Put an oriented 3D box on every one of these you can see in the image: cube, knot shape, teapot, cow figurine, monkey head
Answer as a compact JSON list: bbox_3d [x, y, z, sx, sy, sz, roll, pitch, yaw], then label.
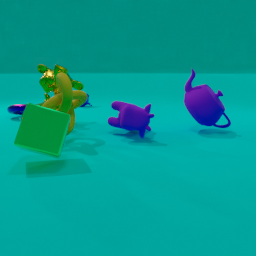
[{"bbox_3d":[-1.464,0.077,4.902,0.732,0.732,0.732,16,-13,-10],"label":"cube"},{"bbox_3d":[-1.398,-0.526,6.347,0.636,1.377,1.288,18,10,9],"label":"knot shape"},{"bbox_3d":[2.036,-0.706,7.362,0.911,1.860,1.156,-38,7,25],"label":"teapot"},{"bbox_3d":[-2.354,-0.432,8.044,1.656,0.924,1.683,15,23,42],"label":"cow figurine"},{"bbox_3d":[0.203,-0.234,6.987,1.482,0.827,1.506,15,4,36],"label":"cow figurine"},{"bbox_3d":[-2.033,-1.206,12.170,1.045,0.630,0.752,7,17,-8],"label":"monkey head"},{"bbox_3d":[-2.086,-1.536,8.532,1.554,1.118,0.936,24,36,-11],"label":"monkey head"}]

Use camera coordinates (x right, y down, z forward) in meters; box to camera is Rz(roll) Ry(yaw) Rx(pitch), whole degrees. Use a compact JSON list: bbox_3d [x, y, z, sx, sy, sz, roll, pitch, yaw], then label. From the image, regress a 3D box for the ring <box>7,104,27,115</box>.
[{"bbox_3d":[-3.457,-0.619,9.607,1.274,0.255,1.274,-2,-3,0],"label":"ring"}]
